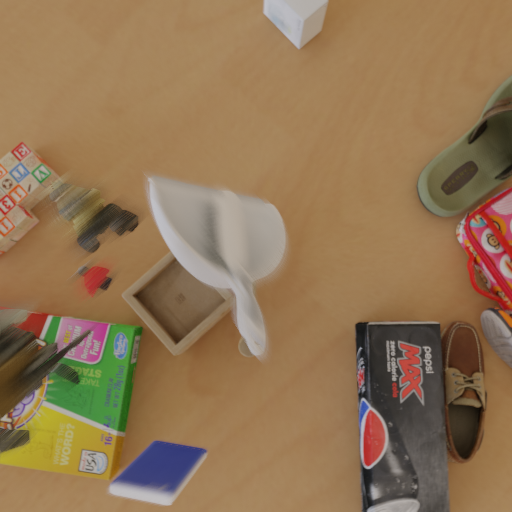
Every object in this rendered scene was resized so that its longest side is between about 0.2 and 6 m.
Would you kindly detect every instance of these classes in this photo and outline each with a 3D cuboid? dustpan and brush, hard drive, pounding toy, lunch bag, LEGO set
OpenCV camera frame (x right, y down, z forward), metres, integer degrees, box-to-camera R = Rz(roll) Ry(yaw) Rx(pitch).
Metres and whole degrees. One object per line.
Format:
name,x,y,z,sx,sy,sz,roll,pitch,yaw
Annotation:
dustpan and brush,-0.315,0.047,7.140,1.945,0.797,2.786,9,57,-29
hard drive,-1.199,2.707,7.090,0.782,1.185,0.150,5,98,14
pounding toy,-0.707,0.800,8.933,1.799,0.937,2.048,-42,85,-4
lunch bag,4.251,-0.015,9.094,1.777,0.827,2.018,-32,80,-3
LEGO set,-2.740,0.866,6.113,1.072,2.456,3.782,25,70,16

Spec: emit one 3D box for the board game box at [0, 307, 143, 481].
board game box,-3.581,2.087,8.943,3.118,0.629,2.386,8,84,1

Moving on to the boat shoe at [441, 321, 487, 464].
boat shoe,3.293,2.160,8.844,0.849,0.805,2.243,2,84,0

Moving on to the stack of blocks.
stack of blocks,-4.140,-0.890,9.329,1.790,0.524,1.031,-44,85,-5

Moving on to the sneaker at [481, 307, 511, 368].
sneaker,4.555,1.401,9.042,1.102,0.763,1.967,-40,95,-8

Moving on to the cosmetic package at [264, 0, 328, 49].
cosmetic package,0.646,-4.213,9.494,0.584,0.947,0.950,-43,85,-5

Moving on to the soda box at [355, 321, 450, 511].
soda box,2.217,2.711,8.650,1.199,1.073,3.389,-1,83,0

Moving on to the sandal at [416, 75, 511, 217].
sandal,4.083,-1.904,9.237,1.306,0.938,3.289,43,85,4
